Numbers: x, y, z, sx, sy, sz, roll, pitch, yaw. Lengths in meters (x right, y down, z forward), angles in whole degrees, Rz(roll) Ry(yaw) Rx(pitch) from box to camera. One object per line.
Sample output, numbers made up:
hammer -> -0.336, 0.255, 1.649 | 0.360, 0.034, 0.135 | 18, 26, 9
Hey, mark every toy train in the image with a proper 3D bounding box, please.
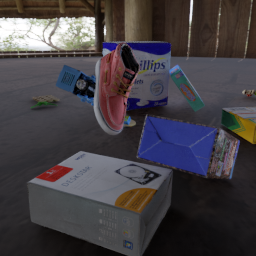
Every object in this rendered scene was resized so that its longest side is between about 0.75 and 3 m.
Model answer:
toy train -> -1.682, -1.582, 10.744 | 1.405, 1.066, 2.460 | 25, 3, 9

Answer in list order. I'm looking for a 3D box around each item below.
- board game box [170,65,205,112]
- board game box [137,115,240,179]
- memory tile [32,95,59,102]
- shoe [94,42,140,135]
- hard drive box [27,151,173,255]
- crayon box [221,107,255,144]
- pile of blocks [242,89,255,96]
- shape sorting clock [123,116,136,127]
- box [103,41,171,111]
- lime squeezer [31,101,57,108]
board game box -> 2.690, -1.928, 13.060 | 0.561, 1.896, 2.493 | -34, 10, 15
board game box -> 1.366, 0.443, 6.041 | 1.521, 0.924, 1.908 | 13, -2, 34
memory tile -> -4.262, -1.504, 14.507 | 1.065, 0.117, 1.390 | -13, 22, -34
shoe -> -0.328, -1.320, 8.976 | 1.045, 2.926, 1.331 | 15, -32, -37
hard drive box -> -0.428, 1.206, 5.022 | 2.072, 0.796, 1.615 | 8, 19, 23
crayon box -> 4.408, -0.099, 9.285 | 1.587, 0.651, 2.524 | -3, 18, -8
pile of blocks -> 6.803, -1.829, 15.290 | 1.166, 0.479, 0.362 | 7, 60, 48
shape sorting clock -> -0.388, -0.247, 10.360 | 1.359, 0.267, 1.359 | 3, 14, -1
box -> 0.382, -2.421, 12.758 | 2.679, 2.913, 1.528 | -10, 20, -27
lime squeezer -> -3.979, -1.129, 13.189 | 1.197, 0.226, 0.423 | -7, 19, -23
